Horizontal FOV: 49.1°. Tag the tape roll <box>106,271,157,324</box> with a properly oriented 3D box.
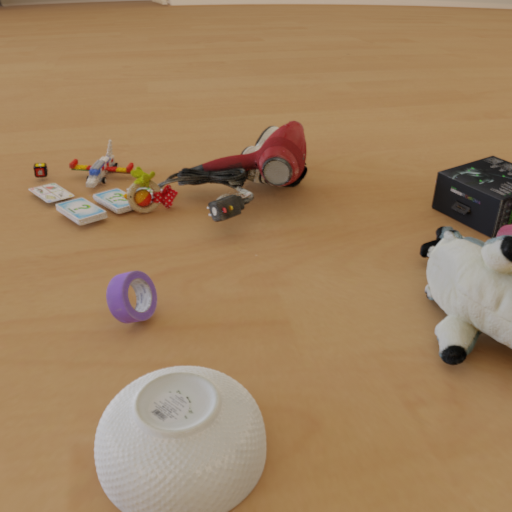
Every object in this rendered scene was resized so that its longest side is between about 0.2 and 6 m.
[{"bbox_3d":[-1.802,0.600,8.158,0.314,0.738,0.738,-13,23,29],"label":"tape roll"}]

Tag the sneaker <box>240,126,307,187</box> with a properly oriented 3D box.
[{"bbox_3d":[0.577,-2.175,13.019,1.419,0.931,2.467,23,36,10],"label":"sneaker"}]

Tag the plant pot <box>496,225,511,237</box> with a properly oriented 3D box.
[{"bbox_3d":[4.563,-0.114,9.228,1.120,1.120,1.002,-27,25,-37],"label":"plant pot"}]

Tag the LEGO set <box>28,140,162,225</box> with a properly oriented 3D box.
[{"bbox_3d":[-3.587,-1.713,12.183,2.299,0.755,3.078,-23,37,-39],"label":"LEGO set"}]

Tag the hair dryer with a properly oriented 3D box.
[{"bbox_3d":[-0.219,-2.044,11.599,3.486,0.947,2.655,-30,40,-27],"label":"hair dryer"}]

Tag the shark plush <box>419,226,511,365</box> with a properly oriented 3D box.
[{"bbox_3d":[3.413,0.564,8.522,1.691,1.844,4.060,18,9,-8],"label":"shark plush"}]

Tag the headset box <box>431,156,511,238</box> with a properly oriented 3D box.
[{"bbox_3d":[4.673,-1.208,11.164,1.817,0.843,1.582,-18,36,-27],"label":"headset box"}]

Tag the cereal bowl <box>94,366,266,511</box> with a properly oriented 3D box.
[{"bbox_3d":[-0.822,1.858,6.105,1.916,0.798,1.916,1,31,0],"label":"cereal bowl"}]

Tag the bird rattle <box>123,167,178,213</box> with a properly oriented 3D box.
[{"bbox_3d":[-2.175,-1.262,11.315,0.879,1.078,0.608,-44,41,-1],"label":"bird rattle"}]
